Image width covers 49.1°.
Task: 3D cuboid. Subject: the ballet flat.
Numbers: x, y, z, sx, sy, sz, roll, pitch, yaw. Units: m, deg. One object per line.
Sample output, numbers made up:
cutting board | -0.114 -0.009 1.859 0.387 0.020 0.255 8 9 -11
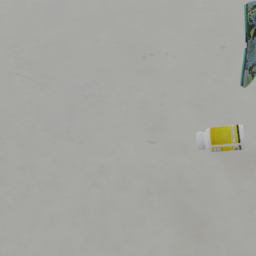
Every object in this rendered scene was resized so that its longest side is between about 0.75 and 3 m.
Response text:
ballet flat | 3.140 -1.992 6.797 0.768 2.069 0.768 -4 19 1

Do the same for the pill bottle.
pill bottle | 2.244 0.264 6.793 1.083 0.609 0.609 -7 55 21
